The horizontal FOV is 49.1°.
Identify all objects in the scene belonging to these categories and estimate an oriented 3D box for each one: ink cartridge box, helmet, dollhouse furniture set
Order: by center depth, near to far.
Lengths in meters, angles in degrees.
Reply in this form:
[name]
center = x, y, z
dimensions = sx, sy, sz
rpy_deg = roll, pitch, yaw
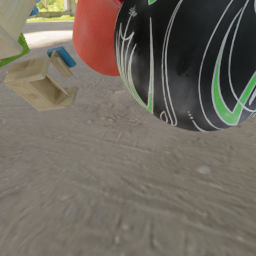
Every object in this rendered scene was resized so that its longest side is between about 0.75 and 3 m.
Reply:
[helmet]
center = 1.118, -1.232, 4.283
dimensions = 2.736, 2.608, 2.736
rpy_deg = 18, 29, -10
[dollhouse furniture set]
center = -1.874, -1.405, 4.764
dimensions = 1.396, 1.992, 1.404
rpy_deg = -5, 58, 26
[ink cartridge box]
center = -2.767, -1.894, 5.823
dimensions = 1.063, 0.545, 1.438
rpy_deg = -29, 53, -3

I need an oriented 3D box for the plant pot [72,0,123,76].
[plant pot]
center = -0.045, -2.839, 7.090
dimensions = 2.939, 2.939, 2.601
rpy_deg = -17, -11, -32
